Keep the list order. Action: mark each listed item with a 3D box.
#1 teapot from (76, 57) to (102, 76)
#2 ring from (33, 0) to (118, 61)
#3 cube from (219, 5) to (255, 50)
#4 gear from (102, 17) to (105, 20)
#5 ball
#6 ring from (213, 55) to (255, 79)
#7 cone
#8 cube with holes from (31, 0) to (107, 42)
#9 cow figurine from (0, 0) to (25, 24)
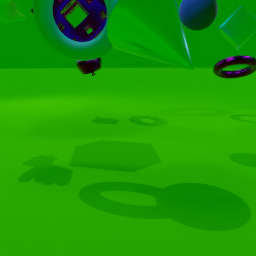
[{"bbox_3d":[-1.351,-2.186,9.883,0.910,0.716,1.463,-29,20,-25],"label":"teapot"},{"bbox_3d":[-0.802,-1.896,4.630,1.554,1.554,0.311,1,26,6],"label":"ring"},{"bbox_3d":[3.513,-3.127,8.832,0.874,0.874,0.874,48,19,6],"label":"cube"},{"bbox_3d":[-0.362,-3.713,10.125,1.523,0.282,1.523,26,-17,9],"label":"gear"},{"bbox_3d":[1.574,-2.624,6.277,0.841,0.841,0.841,0,13,0],"label":"ball"},{"bbox_3d":[3.874,-2.175,10.098,1.562,0.312,1.562,1,-12,0],"label":"ring"},{"bbox_3d":[0.562,-1.300,4.223,1.288,1.288,1.293,-13,57,-44],"label":"cone"},{"bbox_3d":[-1.220,-2.657,6.671,1.314,1.314,1.314,-42,15,7],"label":"cube with holes"},{"bbox_3d":[-2.574,-2.918,5.926,0.714,1.301,1.280,26,2,6],"label":"cow figurine"}]
